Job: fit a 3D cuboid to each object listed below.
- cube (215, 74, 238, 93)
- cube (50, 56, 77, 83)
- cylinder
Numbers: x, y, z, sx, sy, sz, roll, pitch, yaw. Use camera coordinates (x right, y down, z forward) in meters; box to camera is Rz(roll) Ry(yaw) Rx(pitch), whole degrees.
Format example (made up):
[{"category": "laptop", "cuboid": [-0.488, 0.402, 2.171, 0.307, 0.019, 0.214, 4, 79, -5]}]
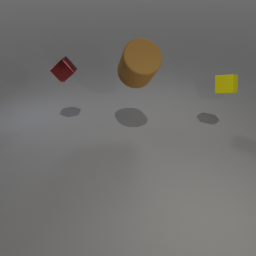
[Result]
[{"category": "cube", "cuboid": [3.888, -1.731, 11.068, 0.700, 0.700, 0.700, 3, 9, 35]}, {"category": "cube", "cuboid": [-2.570, -2.345, 11.249, 0.700, 0.700, 0.700, -36, 19, 16]}, {"category": "cylinder", "cuboid": [0.396, -2.352, 10.360, 1.400, 1.400, 1.400, -7, -11, -13]}]
